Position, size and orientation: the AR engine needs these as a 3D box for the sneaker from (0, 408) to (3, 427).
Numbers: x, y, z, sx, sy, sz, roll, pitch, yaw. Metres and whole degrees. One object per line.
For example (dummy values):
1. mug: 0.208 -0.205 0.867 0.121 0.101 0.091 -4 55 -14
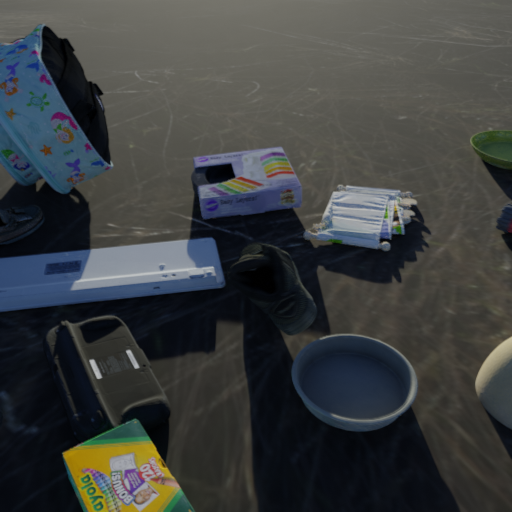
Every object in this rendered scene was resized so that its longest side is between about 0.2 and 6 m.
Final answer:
1. sneaker: -3.905 1.825 6.059 2.144 0.850 1.024 -12 33 -18

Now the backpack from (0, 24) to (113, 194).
1. backpack: -4.339 -2.867 11.555 2.465 2.907 3.274 -30 43 -4

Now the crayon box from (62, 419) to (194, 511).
1. crayon box: -1.272 2.381 5.565 0.847 0.415 1.425 -20 38 -28

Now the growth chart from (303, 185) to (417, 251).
1. growth chart: 2.097 -0.798 10.721 1.773 0.217 2.450 12 35 18

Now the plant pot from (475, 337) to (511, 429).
1. plant pot: 3.398 1.396 6.689 1.308 0.878 1.308 0 33 0

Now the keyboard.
1. keyboard: -3.112 0.333 9.001 5.096 0.272 1.434 -6 28 -9

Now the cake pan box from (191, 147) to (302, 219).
1. cake pan box: -0.271 -1.527 11.476 2.080 0.544 1.916 -7 34 -5

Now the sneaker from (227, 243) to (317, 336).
1. sneaker: 0.076 0.156 8.207 0.810 1.214 2.119 -36 33 5

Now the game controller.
1. game controller: -1.927 1.485 7.074 1.149 0.464 2.203 -3 30 -32

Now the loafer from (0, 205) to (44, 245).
1. loafer: -4.622 -0.528 9.927 0.696 0.609 1.938 19 37 27

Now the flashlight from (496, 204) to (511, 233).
1. flashlight: 5.104 -0.433 9.940 1.540 0.523 0.521 27 64 30

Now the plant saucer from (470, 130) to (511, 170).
1. plant saucer: 6.121 -2.452 13.201 2.098 0.326 2.098 0 32 0

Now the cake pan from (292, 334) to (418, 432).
1. cake pan: 1.203 1.571 6.960 1.531 0.281 1.531 0 32 0
